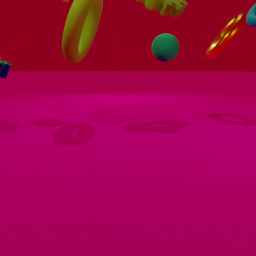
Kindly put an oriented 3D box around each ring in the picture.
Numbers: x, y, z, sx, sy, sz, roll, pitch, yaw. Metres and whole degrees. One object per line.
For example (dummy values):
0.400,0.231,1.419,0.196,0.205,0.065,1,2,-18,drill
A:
3.200,-2.991,9.164,0.343,1.713,1.713,38,14,-3,ring
-1.186,-2.714,7.433,0.414,2.071,2.071,22,13,-1,ring

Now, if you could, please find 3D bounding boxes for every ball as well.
1.012,-2.172,7.581,0.736,0.736,0.736,0,12,0,ball

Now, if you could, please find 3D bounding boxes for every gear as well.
0.880,-4.097,8.520,1.905,0.352,1.905,16,45,-17,gear
-3.642,-1.628,6.271,1.883,0.348,1.883,22,8,-3,gear

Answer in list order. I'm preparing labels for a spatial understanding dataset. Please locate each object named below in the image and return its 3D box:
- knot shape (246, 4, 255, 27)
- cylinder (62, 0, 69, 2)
3.208,-2.529,5.737,0.629,1.361,1.273,-6,53,-41,knot shape
-2.106,-4.661,9.058,0.793,0.793,0.793,34,22,-16,cylinder
